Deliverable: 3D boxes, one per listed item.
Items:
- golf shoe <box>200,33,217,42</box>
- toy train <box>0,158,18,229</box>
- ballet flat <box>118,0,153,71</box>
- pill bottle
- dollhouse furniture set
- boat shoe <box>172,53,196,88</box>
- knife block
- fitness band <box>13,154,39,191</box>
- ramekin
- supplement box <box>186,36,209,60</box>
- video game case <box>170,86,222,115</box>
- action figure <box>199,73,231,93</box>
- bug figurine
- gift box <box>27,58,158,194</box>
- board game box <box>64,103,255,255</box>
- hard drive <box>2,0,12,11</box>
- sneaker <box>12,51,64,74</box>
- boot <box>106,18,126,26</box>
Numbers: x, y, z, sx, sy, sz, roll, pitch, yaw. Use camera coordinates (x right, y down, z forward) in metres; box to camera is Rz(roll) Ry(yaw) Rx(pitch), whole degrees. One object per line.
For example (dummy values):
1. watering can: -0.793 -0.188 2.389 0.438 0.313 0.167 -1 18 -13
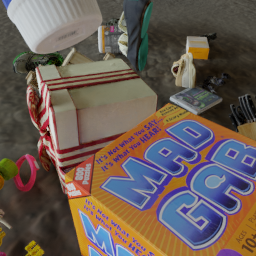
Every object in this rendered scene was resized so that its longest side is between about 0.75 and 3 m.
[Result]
1. golf shoe: 4.124 -4.764 14.867 1.206 0.469 0.570 -16 23 -22
2. toy train: -3.142 1.290 6.419 2.757 1.167 1.595 16 31 19
3. ballet flat: 0.158 -2.573 7.725 0.912 2.497 0.912 0 64 0
4. pill bottle: -0.296 -4.232 13.413 2.188 1.273 1.273 -1 38 -2
5. dollhouse furniture set: -2.029 -2.241 9.808 2.072 2.429 1.186 26 26 -32
6. boat shoe: 2.195 -2.382 11.275 0.865 0.922 2.501 -1 32 6
7. knife block: 3.525 0.085 7.394 0.632 1.734 1.975 -19 41 -21
8. fitness band: -2.567 1.099 6.983 0.744 0.194 1.036 -53 46 6
9. ramekin: -1.241 -1.996 5.086 1.594 0.777 1.594 -26 6 3
10. supplement box: 3.331 -3.875 13.510 0.972 0.567 1.543 5 38 7
11. video game case: 2.474 -1.057 10.173 1.414 0.165 1.286 -26 45 -30
12. action figure: 3.274 -1.673 10.605 0.741 0.636 1.246 -52 15 -15
13. bug figurine: -2.658 2.798 4.778 2.457 0.632 1.905 -33 42 -30
14. gift box: -0.941 -0.148 6.950 2.706 2.674 2.898 -12 33 -18
15. board game box: 0.882 1.588 4.749 2.553 2.552 2.551 29 47 32
16. hard drive: -2.691 -3.153 6.820 0.703 0.135 1.065 -34 68 6
17. sneaker: -3.747 -2.772 11.836 2.228 0.869 0.949 -24 44 -28
18. boot: -0.351 -5.505 15.503 1.958 1.015 2.997 1 31 12
